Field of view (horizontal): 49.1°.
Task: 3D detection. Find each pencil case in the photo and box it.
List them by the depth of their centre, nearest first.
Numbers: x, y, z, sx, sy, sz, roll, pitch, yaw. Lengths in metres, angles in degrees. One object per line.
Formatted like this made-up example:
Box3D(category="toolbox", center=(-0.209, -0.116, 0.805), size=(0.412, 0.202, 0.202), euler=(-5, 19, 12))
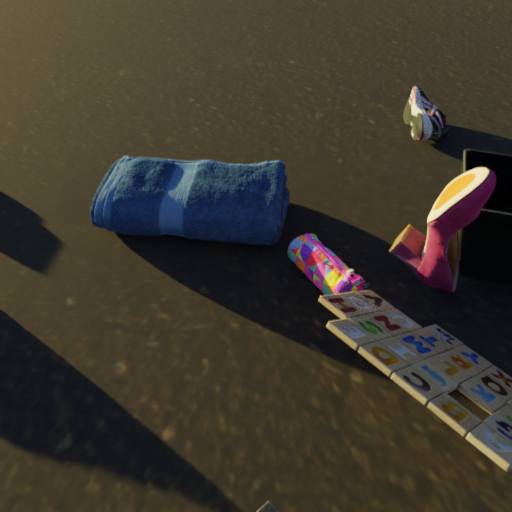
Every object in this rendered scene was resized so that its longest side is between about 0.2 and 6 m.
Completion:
Box3D(category="pencil case", center=(1.188, 0.210, 9.510), size=(0.681, 0.681, 1.540), euler=(-23, 45, -25))

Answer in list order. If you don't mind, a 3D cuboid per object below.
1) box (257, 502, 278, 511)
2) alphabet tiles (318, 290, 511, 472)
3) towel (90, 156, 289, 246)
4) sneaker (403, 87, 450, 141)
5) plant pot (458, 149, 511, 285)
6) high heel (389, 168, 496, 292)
Box3D(category="box", center=(-0.042, 3.256, 5.722), size=(1.001, 1.009, 0.622), euler=(-30, 49, -31))
Box3D(category="alphabet tiles", center=(2.351, 1.372, 7.497), size=(3.058, 0.115, 2.556), euler=(38, 23, 31))
Box3D(category="towel", center=(-1.218, -1.145, 10.893), size=(3.649, 0.886, 2.037), euler=(6, 42, 6))
Box3D(category="sneaker", center=(4.192, -3.385, 13.729), size=(0.846, 0.787, 1.959), euler=(8, 49, -7))
Box3D(category="plant pot", center=(4.328, -0.537, 9.608), size=(1.865, 1.659, 1.870), euler=(11, 41, 12))
Box3D(category="high heel", center=(3.105, -0.267, 8.475), size=(1.306, 2.724, 0.917), euler=(36, 59, 4))
